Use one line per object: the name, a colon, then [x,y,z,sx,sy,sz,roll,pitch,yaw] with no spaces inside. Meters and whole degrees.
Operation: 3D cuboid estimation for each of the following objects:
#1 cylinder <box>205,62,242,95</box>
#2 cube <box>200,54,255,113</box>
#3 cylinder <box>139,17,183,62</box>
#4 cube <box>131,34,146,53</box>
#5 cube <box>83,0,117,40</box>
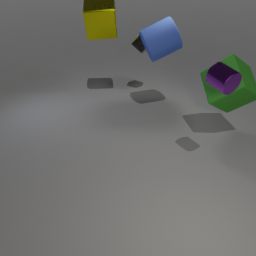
cylinder: [2.659,-1.385,7.808,0.700,0.700,0.700,-17,45,-27]
cube: [3.774,-1.597,10.367,1.400,1.400,1.400,16,57,-41]
cylinder: [1.381,-3.720,11.812,1.400,1.400,1.400,-25,30,7]
cube: [0.698,-4.233,13.980,0.700,0.700,0.700,43,20,-3]
cube: [-1.259,-5.062,12.898,1.400,1.400,1.400,-4,49,-1]
